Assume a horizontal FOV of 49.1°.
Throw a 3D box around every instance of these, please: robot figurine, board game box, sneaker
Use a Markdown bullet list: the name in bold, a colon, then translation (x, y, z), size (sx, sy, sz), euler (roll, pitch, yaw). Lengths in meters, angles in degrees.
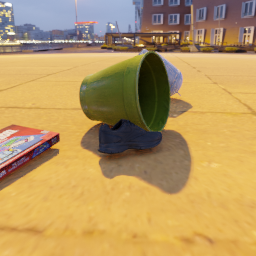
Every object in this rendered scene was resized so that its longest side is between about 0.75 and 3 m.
- **robot figurine**: translation (1.397, -2.353, 12.542), size (2.595, 1.465, 2.201), euler (33, 44, -23)
- **board game box**: translation (-2.988, 0.602, 6.156), size (1.535, 0.290, 2.982), euler (8, 22, 19)
- **sneaker**: translation (0.094, 0.157, 6.807), size (1.769, 0.803, 0.672), euler (-6, 1, -31)

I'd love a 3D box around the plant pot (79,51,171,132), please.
- **plant pot**: translation (-0.175, -1.005, 8.568), size (2.267, 2.354, 2.354), euler (0, 16, 29)
